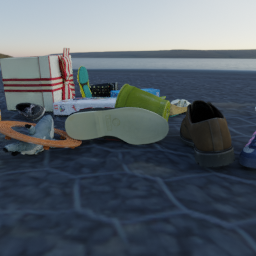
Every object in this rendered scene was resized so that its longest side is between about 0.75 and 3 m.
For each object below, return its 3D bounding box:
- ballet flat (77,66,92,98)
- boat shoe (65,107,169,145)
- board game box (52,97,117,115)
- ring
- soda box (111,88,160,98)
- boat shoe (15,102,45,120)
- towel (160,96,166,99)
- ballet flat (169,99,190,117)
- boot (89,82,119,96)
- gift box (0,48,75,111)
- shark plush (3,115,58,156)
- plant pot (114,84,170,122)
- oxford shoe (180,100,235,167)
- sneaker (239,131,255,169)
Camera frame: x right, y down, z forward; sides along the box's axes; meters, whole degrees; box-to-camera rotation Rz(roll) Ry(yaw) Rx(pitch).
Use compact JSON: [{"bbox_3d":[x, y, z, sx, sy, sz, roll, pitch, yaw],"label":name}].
[{"bbox_3d":[-2.077,-2.029,12.889,0.538,1.610,0.540,-23,19,-36],"label":"ballet flat"},{"bbox_3d":[-0.272,-0.124,7.421,2.655,0.971,0.832,1,13,1],"label":"boat shoe"},{"bbox_3d":[-1.176,-0.855,10.815,2.864,0.496,1.808,2,12,19],"label":"board game box"},{"bbox_3d":[-2.198,0.187,6.927,2.096,0.201,2.096,16,7,-2],"label":"ring"},{"bbox_3d":[0.346,-1.377,12.763,2.185,0.701,0.741,-7,16,-25],"label":"soda box"},{"bbox_3d":[-3.513,-0.627,9.923,1.646,0.550,0.469,6,-24,47],"label":"boat shoe"},{"bbox_3d":[1.254,-1.494,14.292,1.001,0.159,1.394,7,17,29],"label":"towel"},{"bbox_3d":[2.098,-0.854,11.038,0.619,0.569,1.804,12,19,39],"label":"ballet flat"},{"bbox_3d":[-1.363,-2.074,15.382,1.607,0.768,2.127,-5,10,-9],"label":"boot"},{"bbox_3d":[-3.595,-2.146,12.213,2.529,2.500,2.709,2,21,13],"label":"gift box"},{"bbox_3d":[-2.345,0.214,6.599,0.813,0.745,1.789,8,17,27],"label":"shark plush"},{"bbox_3d":[0.478,-0.482,8.254,1.374,1.427,1.427,13,18,17],"label":"plant pot"},{"bbox_3d":[1.838,-0.116,6.768,1.068,1.240,2.938,-11,10,2],"label":"oxford shoe"},{"bbox_3d":[3.004,0.235,6.174,0.784,0.916,2.234,10,17,32],"label":"sneaker"}]
